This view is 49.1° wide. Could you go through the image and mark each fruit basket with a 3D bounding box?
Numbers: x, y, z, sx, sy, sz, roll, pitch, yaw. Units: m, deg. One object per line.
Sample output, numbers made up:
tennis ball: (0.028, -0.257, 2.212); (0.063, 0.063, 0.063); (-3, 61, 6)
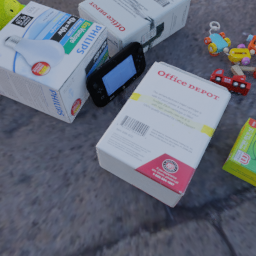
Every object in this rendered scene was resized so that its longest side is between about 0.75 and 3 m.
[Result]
fruit basket: (-4.475, -3.490, 8.585); (3.229, 2.329, 3.229); (-8, 61, 16)

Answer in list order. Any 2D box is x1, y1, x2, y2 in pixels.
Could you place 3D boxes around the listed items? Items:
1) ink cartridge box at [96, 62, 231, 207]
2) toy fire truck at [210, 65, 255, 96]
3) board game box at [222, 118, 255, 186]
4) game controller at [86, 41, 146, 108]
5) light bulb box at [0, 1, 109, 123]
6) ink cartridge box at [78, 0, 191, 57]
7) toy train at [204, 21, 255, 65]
ink cartridge box: (0.924, 0.054, 6.957); (2.149, 1.235, 2.961); (27, 64, 15)
toy fire truck: (3.301, -1.535, 8.358); (1.563, 0.381, 1.102); (18, 62, 11)
board game box: (3.883, 1.010, 6.758); (2.713, 0.646, 1.378); (29, 64, 15)
game controller: (-0.281, -1.517, 7.940); (2.123, 1.107, 0.447); (-43, 42, -20)
light bulb box: (-2.178, -1.871, 7.864); (2.503, 1.562, 2.481); (22, 63, 12)
ink cartridge box: (0.200, -3.621, 9.051); (2.918, 1.212, 2.139); (-36, 67, -19)
toy train: (3.376, -2.608, 8.912); (1.952, 0.543, 1.466); (22, 62, 9)
